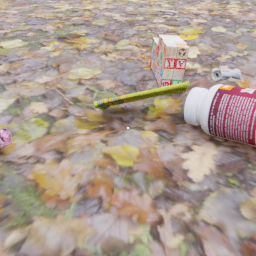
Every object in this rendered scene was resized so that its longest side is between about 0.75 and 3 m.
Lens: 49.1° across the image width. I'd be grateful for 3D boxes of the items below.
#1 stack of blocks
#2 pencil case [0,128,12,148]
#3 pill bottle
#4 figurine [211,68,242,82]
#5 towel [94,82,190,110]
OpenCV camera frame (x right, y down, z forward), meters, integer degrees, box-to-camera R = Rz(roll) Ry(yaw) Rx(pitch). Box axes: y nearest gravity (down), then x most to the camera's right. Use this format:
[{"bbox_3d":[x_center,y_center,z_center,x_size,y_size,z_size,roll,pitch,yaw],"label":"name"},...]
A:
[{"bbox_3d":[1.425,-2.610,10.280,0.753,1.481,2.572,2,31,-6],"label":"stack of blocks"},{"bbox_3d":[-3.346,0.327,6.860,1.074,0.465,0.445,-17,4,29],"label":"pencil case"},{"bbox_3d":[2.780,-0.362,7.214,2.464,1.392,1.392,16,37,35],"label":"pill bottle"},{"bbox_3d":[3.315,-1.391,8.923,1.167,0.515,1.196,-7,78,-29],"label":"figurine"},{"bbox_3d":[0.397,-0.905,8.144,2.704,0.244,1.163,-11,2,7],"label":"towel"}]
